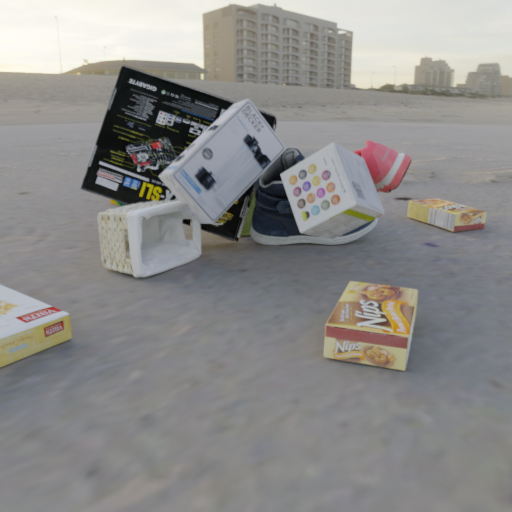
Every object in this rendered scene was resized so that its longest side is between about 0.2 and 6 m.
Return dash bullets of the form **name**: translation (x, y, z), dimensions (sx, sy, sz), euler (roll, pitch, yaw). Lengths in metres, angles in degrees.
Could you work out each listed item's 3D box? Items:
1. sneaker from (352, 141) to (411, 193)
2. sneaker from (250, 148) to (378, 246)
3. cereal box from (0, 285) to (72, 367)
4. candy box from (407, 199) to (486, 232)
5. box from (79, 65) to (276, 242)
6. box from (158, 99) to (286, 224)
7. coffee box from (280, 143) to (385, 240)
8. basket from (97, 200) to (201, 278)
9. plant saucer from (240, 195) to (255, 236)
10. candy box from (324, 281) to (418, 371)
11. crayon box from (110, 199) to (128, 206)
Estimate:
- **sneaker**: translation (1.982, -1.600, 10.735), dimensions (1.017, 0.864, 2.345), euler (33, -20, -9)
- **sneaker**: translation (1.335, -1.261, 11.835), dimensions (2.885, 2.085, 1.097), euler (-7, 45, -9)
- **cereal box**: translation (-3.918, 0.939, 7.753), dimensions (2.279, 0.450, 1.640), euler (12, 21, 34)
- **candy box**: translation (4.739, -1.041, 14.037), dimensions (0.992, 0.475, 1.718), euler (-7, 18, -24)
- **box**: translation (-1.632, -2.173, 12.118), dimensions (3.529, 2.818, 0.871), euler (18, 1, 1)
- **box**: translation (-0.607, -1.782, 10.601), dimensions (2.179, 1.271, 0.655), euler (-47, 22, -18)
- **coffee box**: translation (1.280, -1.035, 9.423), dimensions (1.116, 1.127, 1.129), euler (-27, -19, 31)
- **basket**: translation (-2.041, -0.417, 10.799), dimensions (1.122, 1.232, 1.818), euler (7, 17, 31)
- **plant saucer**: translation (-0.500, -1.204, 13.319), dimensions (1.791, 1.791, 0.278), euler (-11, -23, -32)
- **candy box**: translation (1.644, 0.904, 7.795), dimensions (1.046, 0.501, 1.811), euler (6, 18, 18)
- **crayon box**: translation (-3.833, -1.639, 16.357), dimensions (0.592, 0.243, 0.942), euler (-16, 24, -42)
